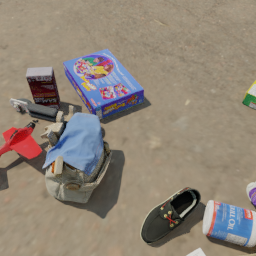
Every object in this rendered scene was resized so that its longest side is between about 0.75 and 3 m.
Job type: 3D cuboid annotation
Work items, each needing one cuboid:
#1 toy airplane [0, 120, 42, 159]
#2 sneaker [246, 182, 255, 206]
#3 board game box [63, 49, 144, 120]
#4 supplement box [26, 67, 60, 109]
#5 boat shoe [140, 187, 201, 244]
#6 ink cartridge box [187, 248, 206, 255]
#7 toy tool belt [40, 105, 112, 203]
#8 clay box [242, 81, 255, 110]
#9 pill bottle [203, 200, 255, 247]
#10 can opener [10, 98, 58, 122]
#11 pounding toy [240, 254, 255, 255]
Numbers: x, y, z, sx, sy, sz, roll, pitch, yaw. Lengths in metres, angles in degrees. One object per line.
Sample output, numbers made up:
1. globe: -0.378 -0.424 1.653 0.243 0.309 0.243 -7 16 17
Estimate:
1. toy airplane: -3.428 0.564 7.936 2.350 0.432 2.350 -19 41 17
2. sneaker: 3.872 1.570 7.008 1.634 0.659 0.682 -25 50 23
3. board game box: -0.930 -1.659 10.049 1.863 0.620 2.771 -23 53 -18
4. supplement box: -2.734 -1.261 9.151 0.797 1.464 0.446 -4 49 -4
5. boat shoe: 1.025 2.073 6.755 1.781 0.558 0.652 -36 84 -20
6. ink cartridge box: 1.538 3.267 5.541 0.568 1.005 1.371 -22 53 -18
7. toy tool belt: -1.345 0.357 7.517 1.841 1.812 2.948 5 49 4
8. clay box: 5.253 -1.431 9.877 1.415 0.586 2.463 32 56 24
9. pill bottle: 2.561 2.266 6.532 1.475 0.828 0.828 12 50 10
10. can opener: -3.110 -0.681 9.311 1.782 0.469 0.592 17 51 14
11. pounding toy: 3.090 3.135 5.110 1.687 2.373 2.184 0 63 -1
